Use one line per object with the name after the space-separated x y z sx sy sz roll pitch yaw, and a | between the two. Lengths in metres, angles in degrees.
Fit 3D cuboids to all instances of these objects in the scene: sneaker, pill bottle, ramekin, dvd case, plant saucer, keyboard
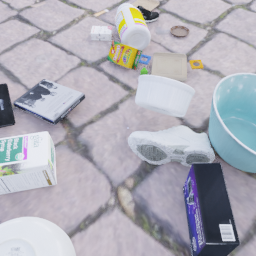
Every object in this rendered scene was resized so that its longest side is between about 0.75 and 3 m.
0.654 -4.935 12.053 1.459 0.639 0.553 -10 51 -8 | sneaker
0.121 -4.011 10.979 1.115 1.115 2.139 -8 51 -7 | pill bottle
0.933 -0.818 7.470 1.541 1.541 0.751 16 89 12 | ramekin
1.146 0.379 7.632 2.293 0.893 1.139 11 44 -2 | sneaker
-2.475 -0.875 8.795 1.860 0.230 1.398 23 53 27 | dvd case
2.147 -3.988 11.606 0.804 0.129 0.804 0 51 0 | plant saucer
-3.871 -0.652 8.290 0.802 0.171 1.335 -12 80 -21 | keyboard

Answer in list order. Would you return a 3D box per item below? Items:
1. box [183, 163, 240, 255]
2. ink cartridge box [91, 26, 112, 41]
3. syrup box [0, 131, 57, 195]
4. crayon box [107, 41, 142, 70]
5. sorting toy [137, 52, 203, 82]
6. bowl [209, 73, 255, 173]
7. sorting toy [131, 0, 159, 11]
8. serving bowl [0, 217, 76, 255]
1.711 1.815 6.081 0.693 1.241 1.758 0 50 1 | box
-1.060 -3.834 11.340 0.806 0.334 0.591 2 50 2 | ink cartridge box
-3.162 0.957 6.909 2.631 1.071 1.036 -9 52 -6 | syrup box
-0.134 -2.603 10.024 1.166 0.740 0.296 25 16 23 | crayon box
1.471 -2.132 9.965 2.340 0.319 1.318 5 55 5 | sorting toy
3.228 0.036 7.260 2.755 1.441 2.755 6 55 -8 | bowl
0.739 -5.628 12.938 1.049 0.207 1.133 28 60 21 | sorting toy
-2.226 2.815 5.570 2.334 0.768 2.334 0 50 0 | serving bowl
